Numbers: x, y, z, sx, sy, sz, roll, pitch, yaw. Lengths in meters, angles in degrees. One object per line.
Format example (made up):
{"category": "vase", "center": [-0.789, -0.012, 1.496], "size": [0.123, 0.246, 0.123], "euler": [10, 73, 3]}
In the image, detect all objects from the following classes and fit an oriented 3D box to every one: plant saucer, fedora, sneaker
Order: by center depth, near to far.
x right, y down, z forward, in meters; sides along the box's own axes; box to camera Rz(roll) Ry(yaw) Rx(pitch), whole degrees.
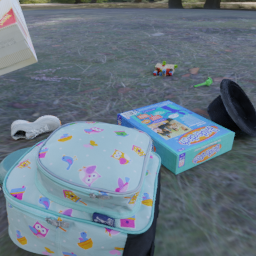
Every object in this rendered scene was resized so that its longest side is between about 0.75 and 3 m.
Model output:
{"category": "plant saucer", "center": [-2.257, 0.812, 6.353], "size": [1.449, 0.260, 1.449], "euler": [0, 28, 0]}
{"category": "sneaker", "center": [-2.501, 0.067, 7.615], "size": [1.359, 0.515, 0.625], "euler": [-10, 36, -4]}
{"category": "fedora", "center": [2.797, -0.426, 7.709], "size": [0.880, 1.926, 1.926], "euler": [-30, 9, 36]}

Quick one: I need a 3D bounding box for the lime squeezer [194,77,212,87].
{"category": "lime squeezer", "center": [3.266, -1.885, 11.582], "size": [0.492, 0.263, 1.392], "euler": [-17, 12, 45]}

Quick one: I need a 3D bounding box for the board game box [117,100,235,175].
{"category": "board game box", "center": [1.153, 0.086, 7.388], "size": [1.896, 0.561, 2.493], "euler": [-17, 32, -28]}

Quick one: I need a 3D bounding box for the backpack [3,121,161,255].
{"category": "backpack", "center": [-0.702, 0.946, 4.464], "size": [2.358, 1.807, 2.073], "euler": [3, 29, 11]}

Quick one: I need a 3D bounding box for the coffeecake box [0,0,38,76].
{"category": "coffeecake box", "center": [-3.453, -2.332, 5.959], "size": [2.232, 1.063, 2.908], "euler": [-22, 61, -6]}

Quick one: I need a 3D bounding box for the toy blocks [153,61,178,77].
{"category": "toy blocks", "center": [1.630, -2.613, 12.692], "size": [1.096, 0.548, 0.749], "euler": [9, 40, 18]}
